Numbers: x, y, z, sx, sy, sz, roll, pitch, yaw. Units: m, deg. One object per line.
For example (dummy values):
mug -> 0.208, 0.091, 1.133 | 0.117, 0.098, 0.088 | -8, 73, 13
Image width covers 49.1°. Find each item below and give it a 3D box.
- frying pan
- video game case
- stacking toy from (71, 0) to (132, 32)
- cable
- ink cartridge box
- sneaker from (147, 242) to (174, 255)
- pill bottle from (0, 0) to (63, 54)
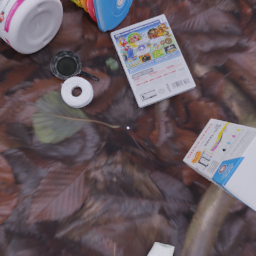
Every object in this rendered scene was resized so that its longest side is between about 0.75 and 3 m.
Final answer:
frying pan -> -1.404, -1.679, 7.582 | 1.358, 0.221, 0.821 | 5, 81, -1
video game case -> 0.658, -1.843, 7.617 | 1.607, 0.202, 2.245 | -21, 81, -3
stacking toy -> -1.278, -3.897, 7.519 | 2.681, 1.471, 1.556 | 29, 71, 16
cable -> -1.345, -0.953, 7.412 | 0.824, 0.285, 0.824 | -10, 80, -2
ink cartridge box -> 2.002, 0.635, 5.214 | 1.095, 1.514, 1.114 | 35, 89, -16
sneaker -> 1.030, 3.167, 6.615 | 1.133, 0.417, 0.655 | 28, 84, 6
pill bottle -> -3.285, -3.433, 7.150 | 2.958, 1.677, 1.677 | 40, 82, 7
